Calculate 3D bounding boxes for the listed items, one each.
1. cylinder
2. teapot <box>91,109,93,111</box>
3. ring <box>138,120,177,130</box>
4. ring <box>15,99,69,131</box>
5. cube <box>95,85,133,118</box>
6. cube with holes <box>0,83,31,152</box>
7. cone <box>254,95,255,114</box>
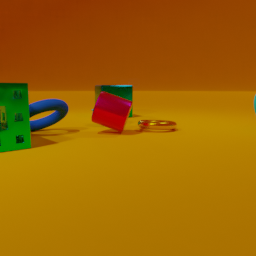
[{"bbox_3d":[-0.422,-0.436,7.534,0.881,0.881,0.881,19,9,1],"label":"cylinder"},{"bbox_3d":[-0.692,-0.480,9.161,0.690,0.876,1.409,-43,44,-15],"label":"teapot"},{"bbox_3d":[0.860,-0.099,8.255,1.160,0.232,1.160,2,4,0],"label":"ring"},{"bbox_3d":[-2.344,-0.327,7.563,1.526,0.305,1.526,-23,-12,-5],"label":"ring"},{"bbox_3d":[-0.629,-1.152,11.907,1.330,1.330,1.330,-3,9,-18],"label":"cube"},{"bbox_3d":[-2.913,-0.252,5.738,1.326,1.326,1.326,-7,11,-39],"label":"cube with holes"},{"bbox_3d":[3.995,-0.599,7.327,0.953,0.953,0.956,-7,-4,-39],"label":"cone"}]
